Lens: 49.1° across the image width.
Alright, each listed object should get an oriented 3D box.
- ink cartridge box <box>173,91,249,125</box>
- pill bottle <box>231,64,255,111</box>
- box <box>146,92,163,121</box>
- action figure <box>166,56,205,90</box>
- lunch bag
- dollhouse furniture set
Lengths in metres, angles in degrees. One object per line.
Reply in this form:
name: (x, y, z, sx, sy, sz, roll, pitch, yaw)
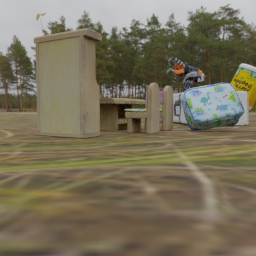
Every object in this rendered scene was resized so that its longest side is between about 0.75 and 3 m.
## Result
ink cartridge box: (2.727, -0.715, 10.009, 1.946, 1.117, 2.679, -1, 4, -7)
pill bottle: (4.834, -1.472, 11.832, 1.243, 2.204, 1.243, 22, 15, -6)
box: (1.296, -0.902, 11.678, 1.062, 1.207, 0.583, 1, 4, 11)
action figure: (2.159, -2.010, 10.312, 1.447, 0.782, 1.495, 19, 36, -4)
lunch bag: (2.062, -0.548, 6.925, 1.357, 1.091, 0.560, -11, -29, -6)
dollhouse furniture set: (-0.607, -0.898, 6.592, 2.593, 1.966, 2.959, 2, 4, 28)
